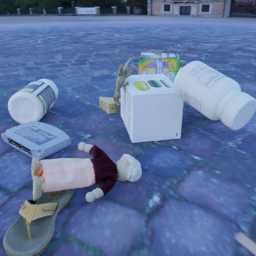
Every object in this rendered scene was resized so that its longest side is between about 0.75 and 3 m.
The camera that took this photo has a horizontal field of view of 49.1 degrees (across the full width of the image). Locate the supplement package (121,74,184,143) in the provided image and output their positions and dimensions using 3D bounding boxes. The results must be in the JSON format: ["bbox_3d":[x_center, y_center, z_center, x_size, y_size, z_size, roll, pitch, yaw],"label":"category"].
[{"bbox_3d":[0.735,-0.774,9.673,1.669,1.657,2.199,-5,26,-10],"label":"supplement package"}]

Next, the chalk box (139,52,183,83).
[{"bbox_3d":[1.830,-2.925,14.261,2.511,1.555,1.563,3,25,5],"label":"chalk box"}]

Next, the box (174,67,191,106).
[{"bbox_3d":[2.698,-1.337,10.364,2.045,0.997,1.272,16,-4,2],"label":"box"}]

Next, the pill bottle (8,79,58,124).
[{"bbox_3d":[-3.541,-1.096,10.805,1.274,1.274,2.189,3,26,5],"label":"pill bottle"}]

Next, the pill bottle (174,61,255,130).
[{"bbox_3d":[2.137,-0.807,6.926,1.073,1.073,1.876,-17,44,-31],"label":"pill bottle"}]

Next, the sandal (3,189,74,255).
[{"bbox_3d":[-1.807,1.691,5.812,0.904,0.608,2.252,6,27,12],"label":"sandal"}]

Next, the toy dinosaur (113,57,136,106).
[{"bbox_3d":[-0.165,-1.779,9.298,0.591,2.030,1.027,22,-17,-13],"label":"toy dinosaur"}]

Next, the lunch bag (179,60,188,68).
[{"bbox_3d":[2.885,-3.578,16.352,1.234,0.860,1.035,8,28,15],"label":"lunch bag"}]

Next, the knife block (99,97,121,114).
[{"bbox_3d":[-0.418,-0.971,11.496,1.185,0.432,1.350,-12,28,-26],"label":"knife block"}]

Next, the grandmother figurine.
[{"bbox_3d":[-0.895,1.030,6.732,2.653,0.803,1.609,1,60,-24],"label":"grandmother figurine"}]

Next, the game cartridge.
[{"bbox_3d":[-2.857,0.325,8.909,2.062,0.421,1.372,20,36,35],"label":"game cartridge"}]
